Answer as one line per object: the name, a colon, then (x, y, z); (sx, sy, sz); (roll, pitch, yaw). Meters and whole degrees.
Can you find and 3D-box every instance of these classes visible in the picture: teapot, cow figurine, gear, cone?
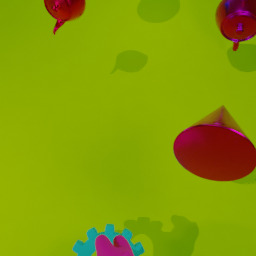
teapot: (2.863, -2.797, 7.094); (1.292, 2.078, 1.018); (8, 61, 16)
teapot: (-1.482, -2.791, 6.320); (0.959, 1.542, 0.755); (30, 54, -3)
cow figurine: (-0.211, 2.464, 4.045); (0.775, 1.390, 1.412); (15, 104, -32)
gear: (-0.421, 2.901, 5.878); (1.636, 0.303, 1.636); (0, 79, -3)
cone: (1.424, 0.006, 4.403); (1.177, 1.177, 1.182); (21, 48, 7)
